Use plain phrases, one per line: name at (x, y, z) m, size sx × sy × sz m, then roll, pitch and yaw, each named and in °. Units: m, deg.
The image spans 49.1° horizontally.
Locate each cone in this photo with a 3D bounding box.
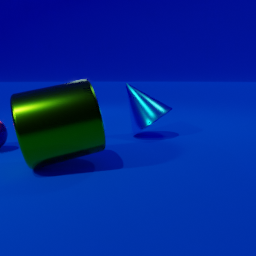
cone at (0.298, -0.658, 7.304) m, size 1.243 × 1.247 × 1.243 m, roll -34°, pitch -1°, yaw 0°

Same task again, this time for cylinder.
cylinder at (-1.161, -0.076, 4.764) m, size 1.283 × 1.283 × 1.283 m, roll -14°, pitch 14°, yaw -13°

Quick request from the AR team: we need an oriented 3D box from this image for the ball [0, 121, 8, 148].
ball at (-2.882, 0.135, 5.807) m, size 0.712 × 0.712 × 0.712 m, roll 0°, pitch 10°, yaw 0°
